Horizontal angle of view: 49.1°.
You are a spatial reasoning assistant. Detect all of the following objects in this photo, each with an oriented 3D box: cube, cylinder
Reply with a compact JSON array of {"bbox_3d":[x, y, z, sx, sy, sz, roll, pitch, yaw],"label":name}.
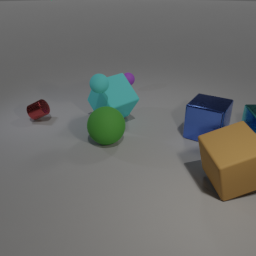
[{"bbox_3d":[-0.641,-1.194,11.664,1.400,1.400,1.400,-23,73,-31],"label":"cube"},{"bbox_3d":[4.933,0.070,9.925,1.400,1.400,1.400,1,28,1],"label":"cube"},{"bbox_3d":[3.056,-0.349,10.696,1.400,1.400,1.400,16,32,28],"label":"cube"},{"bbox_3d":[2.944,0.907,7.849,1.400,1.400,1.400,-19,37,0],"label":"cube"},{"bbox_3d":[-3.814,-0.781,11.927,0.700,0.700,0.700,-22,23,17],"label":"cylinder"}]

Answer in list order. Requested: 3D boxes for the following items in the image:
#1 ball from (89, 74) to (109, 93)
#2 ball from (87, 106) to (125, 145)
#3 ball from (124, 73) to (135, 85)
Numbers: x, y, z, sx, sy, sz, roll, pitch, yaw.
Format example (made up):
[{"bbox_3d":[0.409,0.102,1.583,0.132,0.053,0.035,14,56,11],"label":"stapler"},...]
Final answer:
[{"bbox_3d":[-1.024,-1.586,10.004,0.700,0.700,0.700,0,28,0],"label":"ball"},{"bbox_3d":[-0.793,-0.089,10.229,1.400,1.400,1.400,0,28,0],"label":"ball"},{"bbox_3d":[0.004,-2.566,14.745,0.700,0.700,0.700,0,28,0],"label":"ball"}]
